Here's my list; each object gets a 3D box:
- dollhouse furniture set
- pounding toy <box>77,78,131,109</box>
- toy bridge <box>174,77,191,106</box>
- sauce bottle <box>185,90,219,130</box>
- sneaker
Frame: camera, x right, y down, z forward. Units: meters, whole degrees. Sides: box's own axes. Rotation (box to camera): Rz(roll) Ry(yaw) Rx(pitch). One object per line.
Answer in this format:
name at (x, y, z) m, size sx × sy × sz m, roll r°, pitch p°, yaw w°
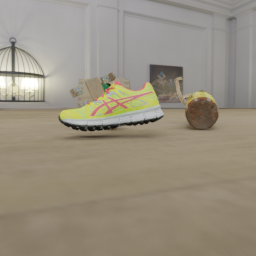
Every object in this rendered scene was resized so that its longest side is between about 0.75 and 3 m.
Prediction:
dollhouse furniture set at (-0.654, -0.703, 7.242) m, size 1.175 × 1.279 × 0.832 m, roll -27°, pitch 8°, yaw -21°
pounding toy at (-0.907, -0.770, 9.532) m, size 1.975 × 1.525 × 2.146 m, roll 0°, pitch -10°, yaw 3°
toy bridge at (2.056, -1.097, 9.982) m, size 0.515 × 1.532 × 0.209 m, roll -20°, pitch -12°, yaw -37°
sauce bottle at (2.126, -0.627, 8.203) m, size 0.884 × 0.884 × 2.678 m, roll 1°, pitch 12°, yaw 13°
sneaker at (-0.364, -0.454, 5.632) m, size 2.062 × 0.931 × 0.806 m, roll -8°, pitch -5°, yaw -10°
